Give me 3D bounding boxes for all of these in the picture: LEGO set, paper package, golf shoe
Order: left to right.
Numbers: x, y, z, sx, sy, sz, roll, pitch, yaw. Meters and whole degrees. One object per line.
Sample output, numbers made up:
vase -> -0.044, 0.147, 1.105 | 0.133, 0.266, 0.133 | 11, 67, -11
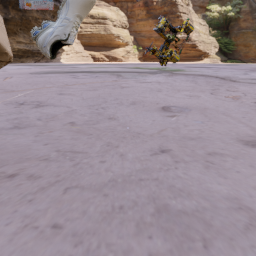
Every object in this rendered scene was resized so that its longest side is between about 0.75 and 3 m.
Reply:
paper package -> -2.705, -1.799, 4.640 | 0.739, 1.362, 1.429 | -31, 54, 3
golf shoe -> -1.460, -2.569, 7.126 | 2.052, 0.998, 0.803 | -38, -18, 17
LEGO set -> 1.389, -3.233, 9.992 | 1.045, 1.803, 1.386 | 28, 4, -34

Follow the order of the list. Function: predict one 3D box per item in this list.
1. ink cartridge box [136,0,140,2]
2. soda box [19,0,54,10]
ink cartridge box -> 0.456, -3.624, 7.045 | 0.947, 0.186, 0.471 | -25, -25, 34
soda box -> -2.922, -3.976, 8.986 | 0.359, 0.334, 1.049 | 23, 30, 38
